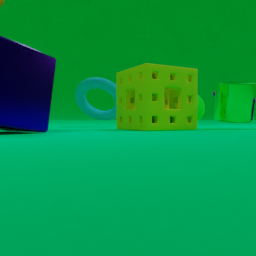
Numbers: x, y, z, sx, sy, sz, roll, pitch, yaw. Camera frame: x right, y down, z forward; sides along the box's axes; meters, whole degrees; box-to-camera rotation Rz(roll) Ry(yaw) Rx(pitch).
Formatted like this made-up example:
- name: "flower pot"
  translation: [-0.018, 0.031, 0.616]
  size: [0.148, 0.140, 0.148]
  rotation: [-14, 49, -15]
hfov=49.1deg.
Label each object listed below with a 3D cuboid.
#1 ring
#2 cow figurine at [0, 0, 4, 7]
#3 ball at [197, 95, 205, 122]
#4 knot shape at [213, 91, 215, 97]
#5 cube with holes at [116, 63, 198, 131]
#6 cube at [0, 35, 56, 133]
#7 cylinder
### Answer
- name: "ring"
  translation: [-0.903, -0.907, 9.103]
  size: [1.681, 1.681, 0.336]
  rotation: [0, 43, 16]
- name: "cow figurine"
  translation: [-2.076, -1.543, 3.545]
  size: [0.946, 0.519, 0.931]
  rotation: [-35, 35, -13]
- name: "ball"
  translation: [2.524, -0.824, 11.751]
  size: [1.357, 1.357, 1.357]
  rotation: [0, 2, 0]
- name: "knot shape"
  translation: [3.995, -1.159, 12.071]
  size: [0.555, 1.202, 1.125]
  rotation: [-7, -33, 20]
- name: "cube with holes"
  translation: [0.634, -0.645, 6.522]
  size: [1.359, 1.359, 1.359]
  rotation: [-1, 2, -28]
- name: "cube"
  translation: [-2.240, -0.679, 4.791]
  size: [1.348, 1.348, 1.348]
  rotation: [1, -7, 37]
- name: "cylinder"
  translation: [2.637, -0.657, 6.940]
  size: [0.939, 0.939, 0.939]
  rotation: [0, 11, 0]
